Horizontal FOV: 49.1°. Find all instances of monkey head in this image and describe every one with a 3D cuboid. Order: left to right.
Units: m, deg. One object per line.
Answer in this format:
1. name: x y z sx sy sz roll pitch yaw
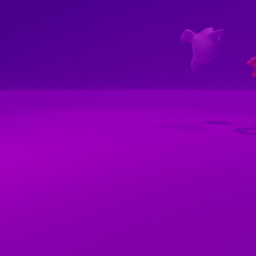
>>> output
1. monkey head: 2.256 -2.574 8.698 1.155 1.606 0.968 10 49 -20

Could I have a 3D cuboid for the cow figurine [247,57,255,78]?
1. cow figurine: 4.333 -1.896 8.795 0.928 0.944 0.518 -18 -9 -7
